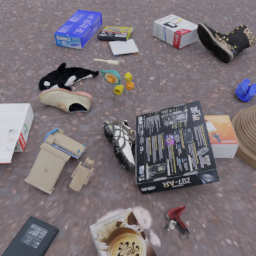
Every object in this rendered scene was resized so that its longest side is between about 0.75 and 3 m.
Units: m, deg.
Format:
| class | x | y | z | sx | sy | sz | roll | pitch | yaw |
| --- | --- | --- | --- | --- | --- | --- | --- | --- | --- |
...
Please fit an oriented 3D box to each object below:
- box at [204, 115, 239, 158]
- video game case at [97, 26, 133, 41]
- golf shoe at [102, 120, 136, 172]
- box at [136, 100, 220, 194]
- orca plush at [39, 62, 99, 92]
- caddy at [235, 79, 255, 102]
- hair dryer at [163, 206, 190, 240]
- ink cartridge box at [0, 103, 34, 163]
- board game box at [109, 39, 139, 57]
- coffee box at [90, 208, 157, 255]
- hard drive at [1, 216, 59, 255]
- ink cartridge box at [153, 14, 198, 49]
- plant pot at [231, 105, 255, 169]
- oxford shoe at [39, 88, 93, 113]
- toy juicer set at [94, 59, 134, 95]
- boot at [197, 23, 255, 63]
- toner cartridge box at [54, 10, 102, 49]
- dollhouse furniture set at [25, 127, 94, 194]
| class | x | y | z | sx | sy | sz | roll | pitch | yaw |
| --- | --- | --- | --- | --- | --- | --- | --- | --- | --- |
| box | 2.751 | 0.264 | 8.760 | 0.964 | 0.673 | 1.265 | -1 | 45 | -1 |
| video game case | -0.616 | -4.695 | 13.859 | 1.498 | 0.191 | 1.354 | 8 | 41 | 12 |
| golf shoe | -0.070 | 0.411 | 8.557 | 0.956 | 0.787 | 2.023 | -16 | 49 | -15 |
| box | 1.298 | 0.478 | 8.142 | 2.125 | 0.577 | 2.652 | -14 | 44 | 14 |
| orca plush | -2.338 | -2.115 | 10.963 | 2.414 | 0.858 | 1.270 | -9 | 46 | -8 |
| caddy | 4.429 | -1.396 | 10.542 | 0.665 | 0.494 | 0.941 | 37 | 52 | 2 |
| hair dryer | 1.270 | 2.346 | 7.106 | 0.663 | 0.237 | 0.871 | 25 | 53 | 0 |
| ink cartridge box | -3.945 | 0.266 | 8.806 | 1.370 | 0.633 | 2.514 | -1 | 47 | -1 |
| board game box | -0.204 | -3.732 | 13.049 | 1.169 | 0.151 | 1.169 | -10 | 46 | -9 |
| coffee box | 0.018 | 2.892 | 6.125 | 1.077 | 0.761 | 1.906 | -20 | 49 | -18 |
| hard drive | -2.330 | 2.784 | 6.622 | 0.853 | 0.201 | 1.223 | 18 | 48 | 17 |
| ink cartridge box | 2.302 | -4.692 | 13.553 | 1.347 | 0.765 | 1.848 | -31 | 53 | -27 |
| plant pot | 4.627 | 0.026 | 8.596 | 2.745 | 1.267 | 2.745 | 1 | 46 | -1 |
| oxford shoe | -2.257 | -0.935 | 9.954 | 1.913 | 0.677 | 0.706 | 1 | 48 | 2 |
| toy juicer set | -0.426 | -1.801 | 9.899 | 1.065 | 1.674 | 0.456 | 1 | 54 | 40 |
| boot | 4.389 | -4.098 | 12.572 | 1.738 | 0.845 | 2.309 | -29 | 64 | -13 |
| toner cartridge box | -2.385 | -4.954 | 13.914 | 1.358 | 0.617 | 2.859 | 11 | 46 | 12 |
| dollhouse furniture set | -1.835 | 1.022 | 8.237 | 1.681 | 1.162 | 1.780 | 28 | 16 | -2 |
